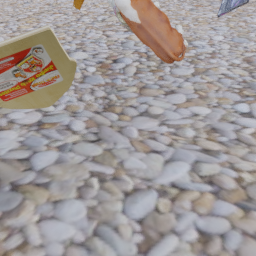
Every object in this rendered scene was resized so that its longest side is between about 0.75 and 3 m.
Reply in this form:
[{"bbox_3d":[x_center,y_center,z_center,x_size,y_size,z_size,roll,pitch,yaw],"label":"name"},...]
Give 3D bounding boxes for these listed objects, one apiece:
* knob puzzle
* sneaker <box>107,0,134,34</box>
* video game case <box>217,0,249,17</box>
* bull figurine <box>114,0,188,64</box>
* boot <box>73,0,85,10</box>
[{"bbox_3d":[-1.865,-0.939,5.125,2.128,2.128,0.295,-13,64,-18],"label":"knob puzzle"},{"bbox_3d":[0.028,-3.370,8.611,0.671,1.649,0.728,-36,51,21],"label":"sneaker"},{"bbox_3d":[2.800,-3.325,7.337,0.899,0.085,0.642,-8,52,53],"label":"video game case"},{"bbox_3d":[0.510,-2.702,6.949,2.651,0.863,1.609,53,33,-2],"label":"bull figurine"},{"bbox_3d":[-1.626,-4.472,9.895,0.301,0.612,0.855,-9,35,-46],"label":"boot"}]
